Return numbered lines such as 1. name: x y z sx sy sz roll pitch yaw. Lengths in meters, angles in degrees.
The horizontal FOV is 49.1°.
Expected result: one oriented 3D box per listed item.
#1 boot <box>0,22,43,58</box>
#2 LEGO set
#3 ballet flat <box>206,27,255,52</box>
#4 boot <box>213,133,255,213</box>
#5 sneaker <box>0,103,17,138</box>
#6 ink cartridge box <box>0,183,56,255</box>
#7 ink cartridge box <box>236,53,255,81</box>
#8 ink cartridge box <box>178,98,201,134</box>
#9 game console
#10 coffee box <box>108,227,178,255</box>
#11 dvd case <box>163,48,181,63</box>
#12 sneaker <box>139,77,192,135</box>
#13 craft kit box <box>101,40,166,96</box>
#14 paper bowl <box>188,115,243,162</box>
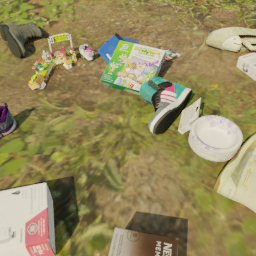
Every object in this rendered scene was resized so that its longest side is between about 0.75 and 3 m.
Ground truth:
1. boot: -4.365 -3.933 11.949 1.623 0.841 2.484 -20 50 -27
2. LEGO set: -2.735 -2.646 10.407 1.344 1.087 2.921 32 53 28
3. ballet flat: 4.716 -3.589 11.492 2.910 0.981 0.907 -6 56 -5
4. boot: 3.420 1.165 6.787 1.782 0.830 2.304 33 59 30
5. sneaker: -4.174 0.077 7.812 0.774 0.910 2.079 27 51 24
6. ink cartridge box: -2.585 2.096 5.861 1.942 0.804 1.423 -10 46 -10
7. ink cartridge box: 4.767 -2.321 10.533 0.780 0.452 1.077 -18 48 -17
8. ink cartridge box: 1.899 -0.359 8.346 0.211 0.830 0.942 36 45 -15
9. game console: -0.045 -2.914 11.317 1.590 1.102 1.863 -40 51 5
10. coffee box: 0.140 3.044 4.851 1.275 0.888 2.229 8 46 8
11. dvd case: 1.605 -2.944 11.412 0.921 0.101 0.672 -27 51 -23
12. sneaker: 0.890 -0.821 8.620 1.432 0.992 2.372 28 43 19
13. craft kit box: 0.205 -2.119 9.898 1.808 0.439 1.785 18 70 17
14. paper bowl: 2.355 0.346 7.681 1.364 0.710 1.364 1 45 -1
